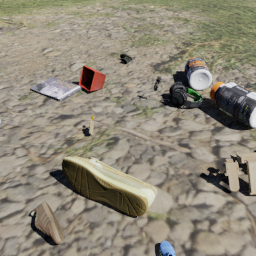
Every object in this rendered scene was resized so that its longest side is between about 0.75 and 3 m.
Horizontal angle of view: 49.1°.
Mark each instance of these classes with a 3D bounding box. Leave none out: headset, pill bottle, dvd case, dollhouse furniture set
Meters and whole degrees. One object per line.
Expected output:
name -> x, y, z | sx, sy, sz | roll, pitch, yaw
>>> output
headset -> 2.288, -1.652, 12.629 | 2.276, 1.069, 1.405 | 13, 35, -2
pill bottle -> 3.512, -2.878, 14.323 | 1.142, 1.142, 2.150 | 1, 35, 1
pill bottle -> 4.535, -1.091, 11.614 | 1.277, 1.277, 2.403 | -19, 38, -25
dvd case -> -3.535, -1.961, 13.851 | 2.102, 0.168, 1.563 | 21, 40, 27
dollhouse furniture set -> 3.947, 1.342, 9.112 | 1.768, 1.012, 2.073 | -7, 4, 12

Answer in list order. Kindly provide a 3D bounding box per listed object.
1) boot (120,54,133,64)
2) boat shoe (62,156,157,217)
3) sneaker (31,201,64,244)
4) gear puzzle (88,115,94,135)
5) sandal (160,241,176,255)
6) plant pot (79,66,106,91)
boot -> -0.254, -4.147, 16.798 | 0.923, 0.347, 0.690 | 22, 41, 28
boat shoe -> -0.609, 1.534, 8.194 | 2.925, 1.067, 0.920 | 18, 30, 22
sneaker -> -2.112, 2.553, 7.296 | 0.528, 0.492, 1.398 | -33, 40, -12
gear puzzle -> -1.414, -0.122, 10.718 | 0.099, 0.393, 0.759 | 2, 78, 12
sandal -> 0.989, 3.040, 6.542 | 0.375, 0.411, 0.944 | -9, 34, -9
plant pot -> -1.685, -2.414, 13.798 | 0.889, 1.008, 1.008 | -4, 29, -46
